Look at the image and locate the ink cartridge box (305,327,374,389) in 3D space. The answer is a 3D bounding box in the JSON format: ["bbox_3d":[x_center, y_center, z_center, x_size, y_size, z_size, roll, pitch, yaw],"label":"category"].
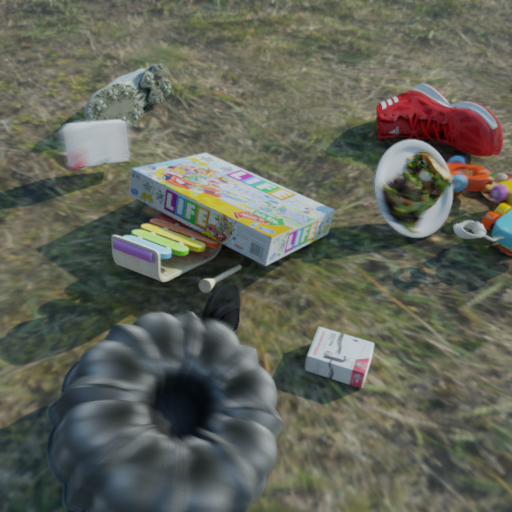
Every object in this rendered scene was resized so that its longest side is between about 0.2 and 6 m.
[{"bbox_3d":[1.266,1.532,8.521,0.906,0.384,0.660,14,42,16],"label":"ink cartridge box"}]

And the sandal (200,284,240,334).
[{"bbox_3d":[-0.588,1.156,8.621,0.451,0.709,1.886,-8,34,33],"label":"sandal"}]

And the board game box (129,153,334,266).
[{"bbox_3d":[-0.470,-1.020,10.639,3.268,0.559,2.197,27,30,26],"label":"board game box"}]

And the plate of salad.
[{"bbox_3d":[3.064,-1.274,10.573,1.870,1.870,0.449,-24,10,-24],"label":"plate of salad"}]

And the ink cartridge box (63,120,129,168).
[{"bbox_3d":[-3.357,-2.374,11.795,1.190,0.866,0.504,-13,24,-30],"label":"ink cartridge box"}]

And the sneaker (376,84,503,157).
[{"bbox_3d":[3.909,-2.839,12.837,1.858,1.260,3.216,-23,35,-11],"label":"sneaker"}]

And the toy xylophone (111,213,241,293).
[{"bbox_3d":[-1.240,-0.121,9.647,1.836,0.630,2.508,16,20,12],"label":"toy xylophone"}]

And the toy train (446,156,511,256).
[{"bbox_3d":[4.486,-0.895,10.909,2.103,0.779,2.800,6,40,8],"label":"toy train"}]

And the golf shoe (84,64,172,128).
[{"bbox_3d":[-3.429,-3.928,14.135,1.366,1.100,2.810,7,36,34],"label":"golf shoe"}]

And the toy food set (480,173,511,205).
[{"bbox_3d":[5.207,-1.417,11.783,1.002,0.246,1.012,-15,45,-16],"label":"toy food set"}]

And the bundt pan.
[{"bbox_3d":[-1.000,1.944,6.858,2.987,1.121,2.987,10,53,-14],"label":"bundt pan"}]
